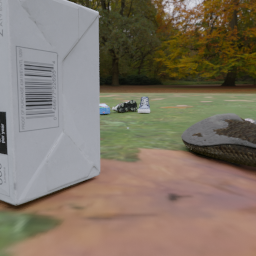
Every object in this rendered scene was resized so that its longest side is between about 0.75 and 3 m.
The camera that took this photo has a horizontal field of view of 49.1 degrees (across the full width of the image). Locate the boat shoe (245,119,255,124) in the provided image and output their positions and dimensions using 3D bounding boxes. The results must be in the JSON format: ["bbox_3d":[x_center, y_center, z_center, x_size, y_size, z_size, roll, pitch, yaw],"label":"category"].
[{"bbox_3d":[2.511,0.046,4.691,2.177,0.620,0.728,3,9,23],"label":"boat shoe"}]

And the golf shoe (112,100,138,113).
[{"bbox_3d":[-0.092,-0.900,11.707,0.563,0.494,1.279,-2,5,39],"label":"golf shoe"}]

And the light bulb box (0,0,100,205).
[{"bbox_3d":[-1.379,-0.361,3.172,1.877,1.861,1.172,4,7,33],"label":"light bulb box"}]

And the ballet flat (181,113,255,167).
[{"bbox_3d":[1.660,0.242,3.818,0.904,0.622,2.683,-39,17,-17],"label":"ballet flat"}]

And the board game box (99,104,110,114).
[{"bbox_3d":[-1.370,-0.735,11.050,1.128,0.273,1.491,-5,9,-11],"label":"board game box"}]

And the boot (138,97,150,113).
[{"bbox_3d":[0.650,-0.963,11.526,0.506,0.628,1.391,0,8,0],"label":"boot"}]
